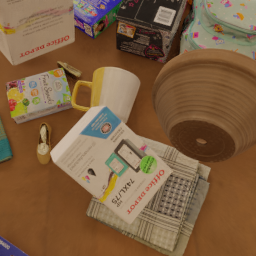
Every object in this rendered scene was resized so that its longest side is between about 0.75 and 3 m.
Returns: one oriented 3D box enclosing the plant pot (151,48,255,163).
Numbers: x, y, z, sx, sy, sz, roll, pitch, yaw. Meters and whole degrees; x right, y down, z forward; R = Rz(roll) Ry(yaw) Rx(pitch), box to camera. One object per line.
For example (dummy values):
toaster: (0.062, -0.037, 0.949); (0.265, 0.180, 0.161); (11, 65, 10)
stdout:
plant pot: (1.632, -0.171, 5.745); (2.666, 2.666, 1.231); (21, 55, 9)

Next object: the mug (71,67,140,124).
mug: (-0.630, -0.818, 8.703); (1.868, 1.496, 1.533); (-2, 70, 39)

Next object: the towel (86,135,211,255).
towel: (0.663, 1.732, 7.869); (2.931, 0.506, 2.822); (22, 67, 9)

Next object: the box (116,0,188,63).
box: (0.956, -4.085, 9.876); (1.939, 1.683, 2.934); (19, 68, 7)

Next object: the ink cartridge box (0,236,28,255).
ink cartridge box: (-3.128, 3.909, 6.757); (1.917, 0.390, 1.921); (27, 79, 12)

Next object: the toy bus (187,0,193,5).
toy bus: (2.285, -5.567, 11.002); (1.433, 1.013, 1.493); (5, 68, 17)

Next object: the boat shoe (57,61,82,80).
boat shoe: (-2.042, -2.033, 9.700); (0.945, 0.347, 0.296); (36, 66, 4)

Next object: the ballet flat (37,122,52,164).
ballet flat: (-2.579, 0.437, 8.509); (0.450, 0.413, 1.310); (-6, 66, -3)

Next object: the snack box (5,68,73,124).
snack box: (-2.871, -1.073, 9.136); (1.932, 0.512, 1.374); (-17, 67, -8)

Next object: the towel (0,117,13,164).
towel: (-4.470, 0.390, 8.659); (1.416, 0.209, 1.930); (-23, 66, -10)

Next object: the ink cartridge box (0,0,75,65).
ink cartridge box: (-2.750, -3.500, 7.153); (2.012, 2.743, 2.003); (-33, 66, -28)

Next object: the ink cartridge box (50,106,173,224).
ink cartridge box: (-0.382, 0.688, 5.784); (1.900, 1.388, 1.394); (43, 80, -16)

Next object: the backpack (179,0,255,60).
backpack: (2.998, -2.857, 8.908); (2.583, 2.253, 2.939); (18, 65, -2)

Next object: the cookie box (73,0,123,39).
cookie box: (-1.263, -4.538, 10.602); (1.626, 0.714, 1.901); (37, 71, 15)
